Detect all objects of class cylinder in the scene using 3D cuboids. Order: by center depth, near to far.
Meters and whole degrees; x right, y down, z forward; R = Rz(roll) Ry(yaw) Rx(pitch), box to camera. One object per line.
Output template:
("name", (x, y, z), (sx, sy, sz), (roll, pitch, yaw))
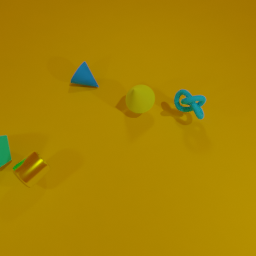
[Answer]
("cylinder", (-2.510, 1.065, 7.360), (0.714, 0.714, 0.714), (40, 73, 22))

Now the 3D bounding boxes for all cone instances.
("cone", (0.267, -0.975, 8.103), (0.912, 0.915, 0.912), (-3, 78, 13))
("cone", (-1.335, -1.631, 9.448), (0.867, 0.863, 0.863), (35, 62, -6))

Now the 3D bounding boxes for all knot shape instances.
("knot shape", (1.886, -0.656, 8.170), (1.001, 1.070, 0.494), (41, 78, -24))

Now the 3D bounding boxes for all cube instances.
("cube", (-3.606, 0.632, 7.343), (0.722, 0.722, 0.722), (-7, 98, 2))
